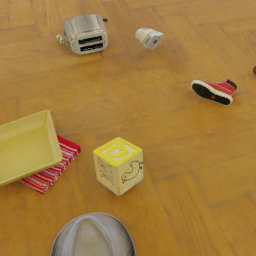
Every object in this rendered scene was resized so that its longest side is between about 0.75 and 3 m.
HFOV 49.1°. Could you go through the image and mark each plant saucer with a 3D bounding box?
[{"bbox_3d":[-3.400,0.725,9.027,2.384,0.578,2.385,-20,50,-9],"label":"plant saucer"}]

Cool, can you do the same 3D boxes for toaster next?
[{"bbox_3d":[-1.813,-4.272,12.806,2.215,1.259,1.431,-13,56,-9],"label":"toaster"}]

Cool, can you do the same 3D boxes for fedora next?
[{"bbox_3d":[-0.898,3.095,6.922,2.219,1.133,2.509,-7,52,-6],"label":"fedora"}]

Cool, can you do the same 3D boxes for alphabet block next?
[{"bbox_3d":[-0.273,1.102,8.292,1.090,1.110,1.084,25,42,39],"label":"alphabet block"}]

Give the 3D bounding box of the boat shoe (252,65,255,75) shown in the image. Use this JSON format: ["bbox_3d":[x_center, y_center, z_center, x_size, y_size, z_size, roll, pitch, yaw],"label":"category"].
[{"bbox_3d":[6.033,-2.241,11.673,1.646,0.587,0.531,21,19,17],"label":"boat shoe"}]

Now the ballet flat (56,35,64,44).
[{"bbox_3d":[-3.251,-4.327,13.477,0.298,0.252,0.787,-24,54,-17],"label":"ballet flat"}]

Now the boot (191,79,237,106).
[{"bbox_3d":[3.429,-1.672,11.136,1.689,0.612,1.218,26,55,10],"label":"boot"}]

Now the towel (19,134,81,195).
[{"bbox_3d":[-2.655,1.048,9.163,1.447,0.225,2.001,25,55,20],"label":"towel"}]

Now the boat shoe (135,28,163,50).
[{"bbox_3d":[0.892,-3.902,12.135,0.787,0.862,2.395,38,26,5],"label":"boat shoe"}]
